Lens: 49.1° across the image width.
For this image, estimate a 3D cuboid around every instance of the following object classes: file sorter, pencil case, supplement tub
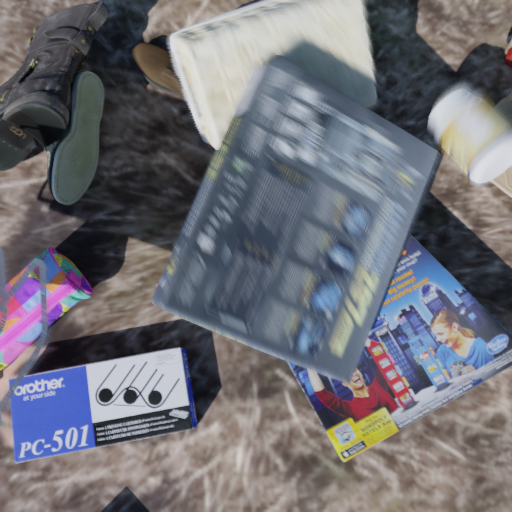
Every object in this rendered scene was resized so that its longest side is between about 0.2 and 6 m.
[{"bbox_3d":[-3.827,0.647,6.442,2.434,1.689,1.516,16,39,1],"label":"file sorter"},{"bbox_3d":[-3.748,1.016,8.624,2.516,1.112,1.112,-44,82,-7],"label":"pencil case"},{"bbox_3d":[3.125,-1.731,8.053,0.854,0.854,1.183,-30,65,-6],"label":"supplement tub"}]

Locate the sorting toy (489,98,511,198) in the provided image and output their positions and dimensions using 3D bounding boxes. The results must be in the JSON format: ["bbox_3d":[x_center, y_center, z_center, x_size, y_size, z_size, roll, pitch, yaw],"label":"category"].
[{"bbox_3d":[4.660,-2.019,9.620,1.533,0.305,2.074,40,85,12],"label":"sorting toy"}]

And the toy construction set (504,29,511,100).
[{"bbox_3d":[5.736,-3.880,9.418,2.196,2.383,2.858,19,56,-15],"label":"toy construction set"}]

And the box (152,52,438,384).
[{"bbox_3d":[0.586,-0.429,7.463,2.761,0.893,3.501,24,83,-18],"label":"box"}]

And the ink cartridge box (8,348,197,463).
[{"bbox_3d":[-2.324,2.267,8.606,2.660,0.588,1.250,-10,78,-2],"label":"ink cartridge box"}]

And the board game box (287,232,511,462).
[{"bbox_3d":[1.863,0.921,8.680,3.156,0.973,3.154,-28,78,-4],"label":"board game box"}]

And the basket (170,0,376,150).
[{"bbox_3d":[0.274,-2.803,8.525,2.742,1.691,1.859,-19,118,-3],"label":"basket"}]

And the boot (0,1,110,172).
[{"bbox_3d":[-3.818,-2.886,9.409,3.002,1.039,2.614,-10,56,25],"label":"boot"}]

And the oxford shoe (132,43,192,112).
[{"bbox_3d":[-1.337,-3.146,9.591,1.936,0.817,0.703,35,80,8],"label":"oxford shoe"}]

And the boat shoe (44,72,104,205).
[{"bbox_3d":[-3.174,-1.970,9.406,0.744,0.839,2.245,6,89,31],"label":"boat shoe"}]
